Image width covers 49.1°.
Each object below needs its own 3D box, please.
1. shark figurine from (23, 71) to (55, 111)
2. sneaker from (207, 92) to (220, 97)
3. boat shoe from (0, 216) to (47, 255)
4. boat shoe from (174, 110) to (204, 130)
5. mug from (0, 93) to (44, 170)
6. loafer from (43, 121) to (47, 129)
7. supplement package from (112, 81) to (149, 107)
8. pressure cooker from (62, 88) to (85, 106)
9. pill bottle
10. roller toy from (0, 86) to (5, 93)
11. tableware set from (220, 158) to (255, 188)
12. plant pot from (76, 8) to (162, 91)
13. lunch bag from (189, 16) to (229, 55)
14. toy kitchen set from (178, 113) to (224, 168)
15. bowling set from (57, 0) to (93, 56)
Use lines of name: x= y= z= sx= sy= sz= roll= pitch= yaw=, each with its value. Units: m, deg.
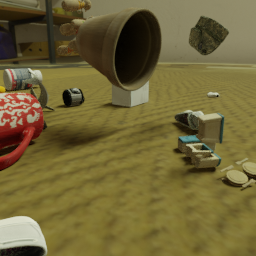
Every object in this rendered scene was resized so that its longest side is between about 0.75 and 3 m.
shark figurine: x=-3.936 y=-1.129 z=12.150 sx=1.619 sy=2.710 sz=1.131 roll=25 pitch=54 yaw=-12
sneaker: x=5.075 y=-1.959 z=16.618 sx=0.790 sy=0.294 sz=0.344 roll=-5 pitch=22 yaw=-13
boat shoe: x=-2.092 y=1.763 z=3.502 sx=2.147 sy=0.773 sz=0.736 roll=0 pitch=13 yaw=-37
boat shoe: x=2.306 y=-0.293 z=10.383 sx=0.612 sy=0.703 sz=1.907 roll=-9 pitch=14 yaw=-8
mug: x=-3.883 y=0.130 z=7.896 sx=1.892 sy=2.517 sz=2.835 roll=-33 pitch=-10 yaw=35
loafer: x=-3.747 y=-0.418 z=10.498 sx=1.772 sy=0.632 sz=0.647 roll=22 pitch=25 yaw=25
supplement package: x=0.131 y=-1.909 z=14.682 sx=1.249 sy=1.259 sz=1.659 roll=11 pitch=20 yaw=34
pressure cooker: x=-2.743 y=-1.590 z=14.325 sx=1.007 sy=0.886 sz=0.899 roll=-12 pitch=4 yaw=-39
pill bottle: x=-7.319 y=-3.442 z=19.586 sx=2.347 sy=1.404 sz=1.404 roll=-14 pitch=21 yaw=-38
roller toy: x=-7.016 y=-1.483 z=12.754 sx=2.226 sy=1.555 sz=2.030 roll=4 pitch=17 yaw=15
tableware set: x=2.700 y=1.093 z=6.510 sx=1.049 sy=0.210 sz=0.694 roll=-17 pitch=34 yaw=-29
plant pot: x=-0.459 y=-2.744 z=9.404 sx=2.219 sy=2.558 sz=2.558 roll=24 pitch=27 yaw=33
lunch bag: x=2.759 y=-3.236 z=9.932 sx=0.942 sy=1.134 sz=1.352 roll=25 pitch=23 yaw=-18
toy kitchen set: x=2.115 y=0.153 z=7.530 sx=1.031 sy=1.402 sz=1.750 roll=-3 pitch=17 yaw=-8
bowling set: x=-1.780 y=-3.706 z=11.137 sx=1.315 sy=2.450 sz=1.705 roll=-22 pitch=55 yaw=-41
